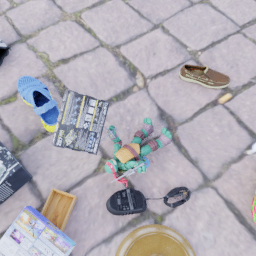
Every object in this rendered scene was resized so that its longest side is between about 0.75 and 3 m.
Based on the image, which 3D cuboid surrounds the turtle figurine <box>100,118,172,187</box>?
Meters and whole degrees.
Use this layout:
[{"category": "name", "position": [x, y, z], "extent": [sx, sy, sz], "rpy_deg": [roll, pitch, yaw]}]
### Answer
[{"category": "turtle figurine", "position": [0.060, 0.757, 9.487], "extent": [2.794, 1.407, 2.092], "rpy_deg": [-33, 65, -28]}]

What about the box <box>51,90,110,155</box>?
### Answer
[{"category": "box", "position": [-1.414, -0.149, 8.506], "extent": [1.390, 0.424, 1.725], "rpy_deg": [14, 88, -29]}]

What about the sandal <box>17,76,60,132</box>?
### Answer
[{"category": "sandal", "position": [-3.348, -1.142, 10.611], "extent": [1.092, 1.196, 2.746], "rpy_deg": [-39, 67, -16]}]

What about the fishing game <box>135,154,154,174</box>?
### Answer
[{"category": "fishing game", "position": [0.497, 1.240, 9.966], "extent": [0.779, 0.121, 0.557], "rpy_deg": [-25, 68, -13]}]

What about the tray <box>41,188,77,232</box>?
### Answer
[{"category": "tray", "position": [-2.379, 2.908, 8.991], "extent": [0.859, 0.323, 1.742], "rpy_deg": [17, 65, 8]}]

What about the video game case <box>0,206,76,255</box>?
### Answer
[{"category": "video game case", "position": [-2.786, 3.572, 8.261], "extent": [1.895, 0.431, 1.718], "rpy_deg": [35, 85, 11]}]

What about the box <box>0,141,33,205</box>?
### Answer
[{"category": "box", "position": [-4.691, 1.473, 9.212], "extent": [2.056, 1.274, 2.021], "rpy_deg": [41, 68, 19]}]

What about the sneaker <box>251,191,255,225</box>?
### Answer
[{"category": "sneaker", "position": [4.679, 2.170, 9.017], "extent": [1.046, 0.959, 2.498], "rpy_deg": [18, 65, 14]}]

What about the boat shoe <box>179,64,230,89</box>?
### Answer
[{"category": "boat shoe", "position": [3.143, -2.138, 11.341], "extent": [2.077, 0.768, 0.767], "rpy_deg": [9, 63, 5]}]

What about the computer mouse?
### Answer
[{"category": "computer mouse", "position": [0.699, 2.401, 9.248], "extent": [2.860, 0.487, 0.838], "rpy_deg": [-4, 50, -8]}]

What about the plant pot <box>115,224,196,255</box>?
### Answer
[{"category": "plant pot", "position": [0.850, 4.202, 8.297], "extent": [2.638, 0.363, 2.638], "rpy_deg": [0, 62, 0]}]

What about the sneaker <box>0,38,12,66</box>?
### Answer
[{"category": "sneaker", "position": [-6.097, -2.845, 11.561], "extent": [1.859, 1.033, 2.658], "rpy_deg": [39, 69, 19]}]
